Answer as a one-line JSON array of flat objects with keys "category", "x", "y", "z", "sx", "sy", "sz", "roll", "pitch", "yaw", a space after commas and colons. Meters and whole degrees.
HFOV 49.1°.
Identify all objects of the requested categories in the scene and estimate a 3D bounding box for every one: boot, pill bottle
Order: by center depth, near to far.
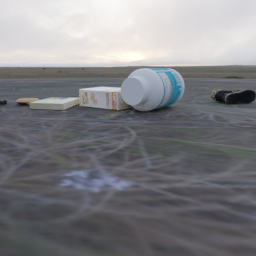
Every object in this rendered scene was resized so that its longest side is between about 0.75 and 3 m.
[{"category": "pill bottle", "x": 0.984, "y": -1.585, "z": 11.369, "sx": 1.658, "sy": 1.658, "sz": 2.993, "roll": 8, "pitch": 14, "yaw": 34}, {"category": "boot", "x": 5.173, "y": -1.574, "z": 13.809, "sx": 1.838, "sy": 0.673, "sz": 1.384, "roll": -11, "pitch": 16, "yaw": -20}]

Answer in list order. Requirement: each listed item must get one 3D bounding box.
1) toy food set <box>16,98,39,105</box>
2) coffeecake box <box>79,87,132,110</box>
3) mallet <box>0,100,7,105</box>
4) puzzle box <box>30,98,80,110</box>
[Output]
[{"category": "toy food set", "x": -4.644, "y": -1.232, "z": 13.085, "sx": 1.079, "sy": 0.262, "sz": 1.068, "roll": -1, "pitch": 12, "yaw": -3}, {"category": "coffeecake box", "x": -0.800, "y": -1.342, "z": 12.314, "sx": 2.144, "sy": 0.783, "sz": 1.646, "roll": 8, "pitch": 15, "yaw": 34}, {"category": "mallet", "x": -6.219, "y": -1.014, "z": 11.752, "sx": 0.929, "sy": 0.581, "sz": 2.822, "roll": -3, "pitch": 7, "yaw": 7}, {"category": "puzzle box", "x": -3.138, "y": -1.103, "z": 12.425, "sx": 1.482, "sy": 0.283, "sz": 2.227, "roll": 2, "pitch": 12, "yaw": 9}]
